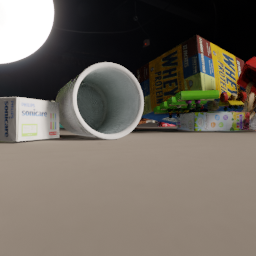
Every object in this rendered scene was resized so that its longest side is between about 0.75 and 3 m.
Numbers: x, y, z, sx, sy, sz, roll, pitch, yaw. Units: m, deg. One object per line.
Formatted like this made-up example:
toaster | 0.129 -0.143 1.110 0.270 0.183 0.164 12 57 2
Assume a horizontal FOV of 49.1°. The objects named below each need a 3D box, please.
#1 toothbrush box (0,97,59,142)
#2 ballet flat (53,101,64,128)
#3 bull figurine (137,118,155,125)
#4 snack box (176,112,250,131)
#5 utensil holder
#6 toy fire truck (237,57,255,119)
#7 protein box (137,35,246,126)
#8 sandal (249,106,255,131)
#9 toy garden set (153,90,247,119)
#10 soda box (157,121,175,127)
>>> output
toothbrush box | -1.762 -0.118 3.890 1.309 0.564 0.953 -1 1 17
ballet flat | -2.608 -0.422 8.917 0.955 0.955 2.654 1 2 37
bull figurine | 0.183 -0.472 10.367 1.646 0.883 2.712 -6 4 1
snack box | 2.107 -0.170 7.329 1.320 0.492 1.857 -2 1 -4
utensil holder | -0.533 -0.363 4.431 1.081 1.081 1.272 -1 -1 -28
toy fire truck | 3.709 -0.846 7.733 1.971 2.795 0.681 -33 52 -23
protein box | 1.940 -1.187 8.561 2.397 1.629 2.415 11 -20 -38
sandal | 3.948 -0.508 7.206 2.976 0.853 1.140 2 -28 -41
toy garden set | 1.657 -0.485 6.687 1.604 0.384 1.924 -3 -6 -12
soda box | 1.834 -0.228 13.385 0.981 0.311 0.344 -2 1 -42
